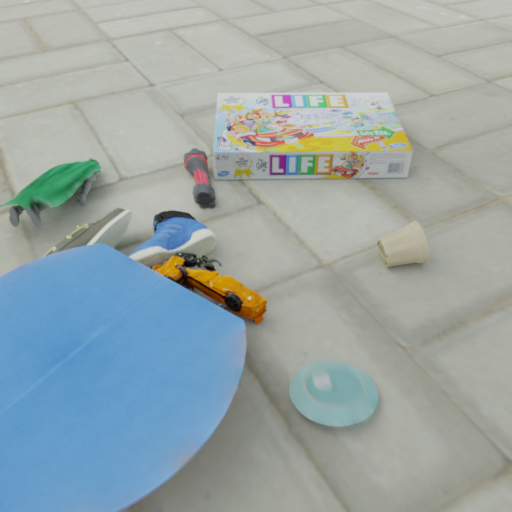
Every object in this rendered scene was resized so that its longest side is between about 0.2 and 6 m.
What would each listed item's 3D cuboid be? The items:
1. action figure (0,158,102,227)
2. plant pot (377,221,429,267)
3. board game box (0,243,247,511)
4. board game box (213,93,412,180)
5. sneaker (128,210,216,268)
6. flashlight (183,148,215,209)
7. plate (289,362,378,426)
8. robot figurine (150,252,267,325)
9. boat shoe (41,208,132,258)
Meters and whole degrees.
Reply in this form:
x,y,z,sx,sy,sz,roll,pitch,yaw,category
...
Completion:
x,y,z,sx,sy,sz,roll,pitch,yaw,category
-4.297,-1.529,12.466,1.680,0.778,2.844,4,32,20,action figure
2.851,-0.162,11.030,0.798,0.872,0.872,-16,42,0,plant pot
-2.722,1.884,8.549,5.212,1.015,4.118,24,51,32,board game box
1.289,-3.146,14.366,4.669,0.799,3.139,-1,41,-1,board game box
-1.901,-0.278,11.082,2.023,0.777,1.125,-25,53,-32,sneaker
-1.330,-1.825,13.021,0.602,0.604,1.777,-5,40,-9,flashlight
1.205,2.070,8.708,1.373,0.175,1.373,-1,32,0,plate
-1.026,0.756,10.024,2.235,0.651,1.621,26,47,26,robot figurine
-3.344,-0.222,10.901,0.732,0.876,2.450,28,50,9,boat shoe
